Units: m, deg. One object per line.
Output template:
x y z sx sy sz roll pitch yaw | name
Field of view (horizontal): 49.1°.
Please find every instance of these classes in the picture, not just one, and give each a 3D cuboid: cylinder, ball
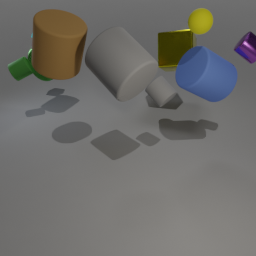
-0.170 -1.651 7.334 1.400 1.400 1.400 -28 70 -40 | cylinder
-1.927 -2.309 7.795 1.400 1.400 1.400 11 45 -11 | cylinder
2.061 -3.034 7.979 0.700 0.700 0.700 0 29 0 | ball
3.732 -2.444 8.539 0.700 0.700 0.700 37 34 -3 | cylinder
-3.118 -2.803 11.524 1.400 1.400 1.400 12 32 20 | cylinder
2.491 -1.697 8.970 1.400 1.400 1.400 18 18 -32 | cylinder
1.009 -1.125 8.647 0.700 0.700 0.700 50 46 8 | cylinder
-4.085 -2.267 10.713 0.700 0.700 0.700 -27 32 2 | cylinder

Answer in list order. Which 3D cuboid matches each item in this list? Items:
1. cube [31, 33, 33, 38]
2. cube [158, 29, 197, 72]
-3.617 -4.070 12.022 0.700 0.700 0.700 26 18 -8 | cube
2.081 -3.179 11.705 1.400 1.400 1.400 1 4 20 | cube
